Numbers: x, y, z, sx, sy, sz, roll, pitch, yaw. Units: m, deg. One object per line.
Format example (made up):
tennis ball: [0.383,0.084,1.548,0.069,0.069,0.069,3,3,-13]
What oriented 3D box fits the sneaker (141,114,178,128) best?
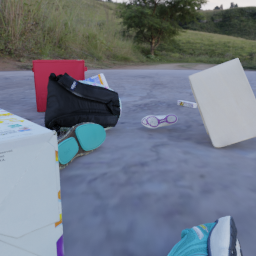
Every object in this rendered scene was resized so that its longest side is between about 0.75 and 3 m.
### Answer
sneaker: [0.934,-0.170,8.457,1.072,0.401,0.534,-3,-9,-1]

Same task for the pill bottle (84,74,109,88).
pill bottle: [-1.625,-1.285,10.723,1.848,1.036,1.036,-22,15,1]

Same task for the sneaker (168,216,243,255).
sneaker: [0.610,1.389,2.439,0.696,0.678,1.749,-15,3,24]

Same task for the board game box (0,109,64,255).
board game box: [-2.157,0.596,3.346,1.534,1.506,2.925,-12,18,-39]

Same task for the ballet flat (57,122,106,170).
ballet flat: [-1.279,0.370,6.144,0.795,0.716,2.111,-16,9,25]

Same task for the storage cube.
storage cube: [-2.855,-1.867,11.947,2.273,2.043,1.943,-3,15,-10]

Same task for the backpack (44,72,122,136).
backpack: [-1.232,-0.661,8.163,2.127,1.775,1.346,5,10,-4]

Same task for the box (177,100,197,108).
box: [2.631,-1.075,12.536,0.220,0.205,1.060,-9,17,-31]

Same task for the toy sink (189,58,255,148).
toy sink: [2.571,-0.529,7.380,1.321,2.027,1.135,-20,-17,12]
